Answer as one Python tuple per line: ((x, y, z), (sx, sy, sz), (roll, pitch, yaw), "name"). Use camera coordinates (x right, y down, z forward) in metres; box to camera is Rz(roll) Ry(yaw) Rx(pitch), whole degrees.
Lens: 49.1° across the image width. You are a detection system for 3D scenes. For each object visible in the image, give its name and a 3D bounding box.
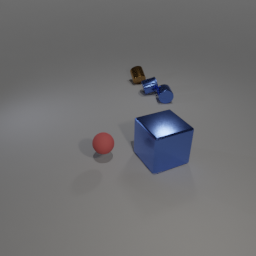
((1.087, -2.101, 13.868), (0.700, 0.700, 0.700), (-18, 33, 1), "cylinder")
((1.746, -1.613, 13.235), (0.700, 0.700, 0.700), (-2, 32, -3), "cylinder")
((0.525, -2.840, 14.997), (0.700, 0.700, 0.700), (-10, 66, -16), "cylinder")
((1.124, 0.417, 9.246), (1.400, 1.400, 1.400), (-14, 36, -22), "cube")
((-0.783, 0.487, 8.907), (0.700, 0.700, 0.700), (0, 32, 0), "ball")
